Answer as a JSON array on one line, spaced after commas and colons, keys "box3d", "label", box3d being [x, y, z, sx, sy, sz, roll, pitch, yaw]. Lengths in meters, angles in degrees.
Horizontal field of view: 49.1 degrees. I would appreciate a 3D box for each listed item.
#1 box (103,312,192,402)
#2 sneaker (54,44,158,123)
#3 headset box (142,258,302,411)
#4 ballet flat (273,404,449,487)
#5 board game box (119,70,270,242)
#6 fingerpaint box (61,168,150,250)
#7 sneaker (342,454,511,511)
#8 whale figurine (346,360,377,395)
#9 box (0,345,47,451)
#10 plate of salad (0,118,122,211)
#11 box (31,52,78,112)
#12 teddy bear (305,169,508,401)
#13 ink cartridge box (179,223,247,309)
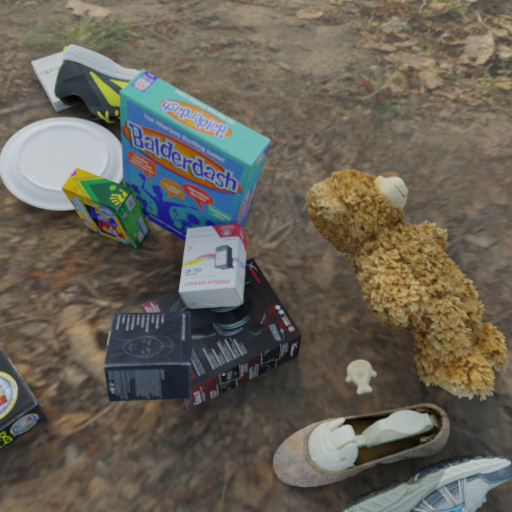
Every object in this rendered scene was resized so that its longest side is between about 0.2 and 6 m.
[{"box3d": [-1.518, 1.427, 8.108, 1.157, 0.729, 1.176, -1, 32, -5], "label": "box"}, {"box3d": [-3.097, -3.585, 12.929, 3.305, 1.231, 1.398, 24, 88, 6], "label": "sneaker"}, {"box3d": [-0.692, 1.322, 9.462, 2.359, 0.911, 1.755, -22, 58, -16], "label": "headset box"}, {"box3d": [1.603, 2.736, 8.452, 2.793, 0.939, 0.951, -13, 56, -9], "label": "ballet flat"}, {"box3d": [-1.191, -1.369, 9.701, 2.338, 3.074, 0.692, 30, 59, 6], "label": "board game box"}, {"box3d": [-2.813, -0.862, 10.621, 1.231, 1.476, 0.541, 22, 66, 14], "label": "fingerpaint box"}, {"box3d": [2.576, 3.625, 7.985, 2.565, 0.995, 1.107, -19, 72, -7], "label": "sneaker"}, {"box3d": [1.576, 1.843, 8.354, 0.468, 0.305, 0.588, -16, 39, 7], "label": "whale figurine"}, {"box3d": [-5.159, 2.169, 9.023, 2.324, 0.642, 2.901, -35, 62, -22], "label": "box"}, {"box3d": [-4.082, -1.936, 11.940, 2.556, 0.614, 2.556, 5, 58, -9], "label": "plate of salad"}, {"box3d": [-4.623, -4.387, 13.819, 1.300, 0.327, 1.802, -26, 60, -17], "label": "box"}, {"box3d": [2.606, 0.258, 9.033, 3.130, 1.441, 4.317, -4, 60, -42], "label": "teddy bear"}, {"box3d": [-0.697, 0.156, 9.303, 0.971, 0.563, 1.315, -6, 52, 11], "label": "ink cartridge box"}]
